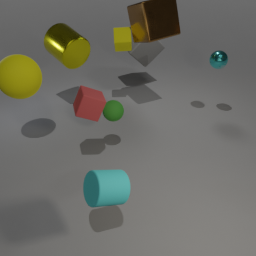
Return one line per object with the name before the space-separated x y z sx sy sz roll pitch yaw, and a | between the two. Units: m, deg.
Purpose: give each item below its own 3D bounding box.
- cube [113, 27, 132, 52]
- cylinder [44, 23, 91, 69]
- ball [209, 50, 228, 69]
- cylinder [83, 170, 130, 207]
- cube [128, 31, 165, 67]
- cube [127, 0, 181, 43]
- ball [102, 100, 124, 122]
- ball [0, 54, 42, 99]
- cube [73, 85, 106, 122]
cube | -0.215 -3.631 11.491 0.700 0.700 0.700 -3 75 0
cylinder | -2.509 -3.383 11.585 1.400 1.400 1.400 -28 57 -37
ball | 3.528 -2.655 10.901 0.700 0.700 0.700 0 31 0
cylinder | -0.426 1.181 5.540 0.700 0.700 0.700 5 25 -35
cube | 0.694 -4.215 13.995 1.400 1.400 1.400 27 25 -47
cube | 0.973 -4.121 10.692 1.400 1.400 1.400 -20 22 -17
ball | -0.483 -0.562 9.146 0.700 0.700 0.700 0 31 0
ball | -3.469 -1.627 8.936 1.400 1.400 1.400 0 31 0
cube | -1.130 -0.712 8.147 0.700 0.700 0.700 14 26 -25
